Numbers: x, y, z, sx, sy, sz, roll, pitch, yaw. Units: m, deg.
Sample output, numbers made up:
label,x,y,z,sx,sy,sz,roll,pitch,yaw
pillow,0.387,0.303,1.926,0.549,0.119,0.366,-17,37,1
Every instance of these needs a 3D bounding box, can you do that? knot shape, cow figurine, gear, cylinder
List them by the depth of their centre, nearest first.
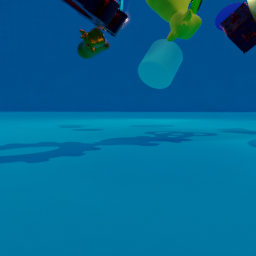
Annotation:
label,x,y,z,sx,sy,sz,roll,pitch,yaw
gear,-0.907,-2.262,4.623,1.957,0.362,1.957,35,9,-6
cow figurine,0.924,-2.564,6.046,1.428,0.784,1.405,35,41,-7
knot shape,1.675,-3.719,7.556,1.639,0.757,1.534,-16,-24,17
cow figurine,-1.406,-3.065,10.349,1.691,0.928,1.664,-23,8,39
cylinder,1.209,-2.358,10.369,1.308,1.308,1.308,21,-31,13

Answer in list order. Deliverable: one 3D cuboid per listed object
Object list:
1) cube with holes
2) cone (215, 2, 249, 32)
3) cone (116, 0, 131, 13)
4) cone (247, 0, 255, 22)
label,x,y,z,sx,sy,sz,roll,pitch,yaw
cube with holes,3.314,-2.839,7.968,0.835,0.835,0.835,32,-54,-26
cone,3.569,-3.282,9.180,1.097,1.097,1.101,3,-22,38
cone,-0.293,-3.849,9.208,0.918,0.922,0.918,-6,-12,-1
cone,3.329,-2.456,5.181,1.562,1.556,1.556,-30,-5,16
